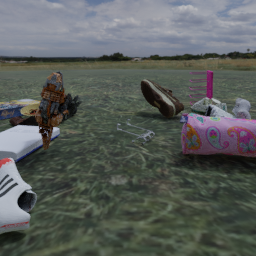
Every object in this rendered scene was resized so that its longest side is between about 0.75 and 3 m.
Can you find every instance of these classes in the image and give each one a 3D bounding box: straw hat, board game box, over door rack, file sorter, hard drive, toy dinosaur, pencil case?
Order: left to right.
[{"bbox_3d":[-5.483,-0.944,13.460,1.791,0.457,2.643,11,18,35],"label":"board game box"},{"bbox_3d":[-3.442,0.408,8.662,1.666,0.320,2.525,3,15,12],"label":"hard drive"},{"bbox_3d":[-3.810,-0.543,11.749,1.363,0.577,1.363,-3,26,1],"label":"straw hat"},{"bbox_3d":[-2.180,-0.487,7.814,1.170,2.291,1.555,36,22,-10],"label":"toy dinosaur"},{"bbox_3d":[0.244,0.156,9.349,1.110,0.370,0.820,28,24,17],"label":"over door rack"},{"bbox_3d":[4.051,-2.222,15.664,1.151,1.836,1.276,-2,15,6],"label":"file sorter"},{"bbox_3d":[2.889,0.206,7.619,2.903,1.269,1.269,4,16,14],"label":"pencil case"}]

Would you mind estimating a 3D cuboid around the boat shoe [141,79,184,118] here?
[{"bbox_3d":[1.619,-1.466,13.252,1.039,1.038,2.810,-18,47,-20],"label":"boat shoe"}]

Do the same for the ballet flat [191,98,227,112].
[{"bbox_3d":[3.885,-1.048,13.298,0.841,0.841,2.343,-6,15,-21],"label":"ballet flat"}]

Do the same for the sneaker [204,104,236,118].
[{"bbox_3d":[3.470,-0.212,10.205,0.976,0.905,2.407,7,21,-8],"label":"sneaker"}]

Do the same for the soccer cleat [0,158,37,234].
[{"bbox_3d":[-2.152,1.187,5.182,0.907,0.731,2.130,5,16,-16],"label":"soccer cleat"}]

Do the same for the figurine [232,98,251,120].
[{"bbox_3d":[4.162,-0.234,9.357,1.538,0.662,1.501,41,25,1],"label":"figurine"}]

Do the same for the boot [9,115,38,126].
[{"bbox_3d":[-4.145,-0.338,11.300,1.058,0.365,1.136,-20,20,-32],"label":"boot"}]

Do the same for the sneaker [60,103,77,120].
[{"bbox_3d":[-2.774,-0.912,12.629,1.057,0.915,2.415,1,14,-19],"label":"sneaker"}]
